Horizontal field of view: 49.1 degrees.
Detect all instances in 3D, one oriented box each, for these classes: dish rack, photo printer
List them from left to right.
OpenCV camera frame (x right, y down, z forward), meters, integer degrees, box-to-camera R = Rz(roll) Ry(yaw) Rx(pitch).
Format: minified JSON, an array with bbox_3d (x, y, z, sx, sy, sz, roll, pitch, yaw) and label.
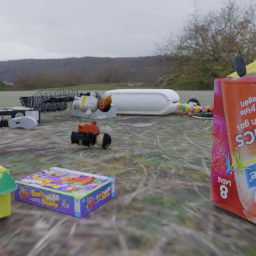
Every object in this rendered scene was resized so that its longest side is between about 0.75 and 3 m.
[{"bbox_3d":[-3.028,-1.220,11.851,2.245,0.799,2.927,-10,-2,-40],"label":"dish rack"},{"bbox_3d":[0.713,-1.155,12.111,2.965,1.030,2.467,2,9,17],"label":"photo printer"}]

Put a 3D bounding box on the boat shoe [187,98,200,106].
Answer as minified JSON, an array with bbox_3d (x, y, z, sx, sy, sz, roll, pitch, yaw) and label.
[{"bbox_3d":[3.117,-1.128,13.333,0.676,0.600,1.809,2,9,13],"label":"boat shoe"}]

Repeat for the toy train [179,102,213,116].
[{"bbox_3d":[2.805,-0.713,11.379,1.263,0.467,1.681,-3,13,-24],"label":"toy train"}]

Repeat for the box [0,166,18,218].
[{"bbox_3d":[-2.132,0.608,2.882,1.296,0.534,2.209,-8,9,-42],"label":"box"}]

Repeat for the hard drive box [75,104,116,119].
[{"bbox_3d":[-1.275,-0.691,10.893,1.039,0.512,1.333,-8,12,-42],"label":"hard drive box"}]

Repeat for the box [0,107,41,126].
[{"bbox_3d":[-4.078,-0.379,9.044,2.017,0.495,1.626,-7,9,-36],"label":"box"}]

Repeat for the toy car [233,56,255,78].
[{"bbox_3d":[3.585,-1.014,7.934,1.716,2.089,1.648,2,9,17],"label":"toy car"}]

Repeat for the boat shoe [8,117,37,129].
[{"bbox_3d":[-3.008,-0.160,8.209,1.033,0.366,0.361,-3,10,26],"label":"boat shoe"}]

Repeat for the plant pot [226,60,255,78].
[{"bbox_3d":[5.635,-1.771,12.026,2.459,2.613,2.613,-16,11,-5],"label":"plant pot"}]

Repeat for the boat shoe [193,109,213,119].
[{"bbox_3d":[2.964,-0.514,10.263,1.221,0.367,0.435,7,11,36],"label":"boat shoe"}]

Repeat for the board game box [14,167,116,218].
[{"bbox_3d":[-0.718,0.701,3.228,0.965,0.216,0.649,5,10,28],"label":"board game box"}]

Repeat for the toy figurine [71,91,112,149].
[{"bbox_3d":[-0.694,-0.188,5.895,0.805,1.139,1.157,6,10,-1],"label":"toy figurine"}]

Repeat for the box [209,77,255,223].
[{"bbox_3d":[2.312,0.133,3.118,2.740,1.366,1.308,-6,11,-32],"label":"box"}]

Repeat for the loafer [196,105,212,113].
[{"bbox_3d":[3.108,-0.818,12.136,1.058,0.371,0.359,2,9,14],"label":"loafer"}]
